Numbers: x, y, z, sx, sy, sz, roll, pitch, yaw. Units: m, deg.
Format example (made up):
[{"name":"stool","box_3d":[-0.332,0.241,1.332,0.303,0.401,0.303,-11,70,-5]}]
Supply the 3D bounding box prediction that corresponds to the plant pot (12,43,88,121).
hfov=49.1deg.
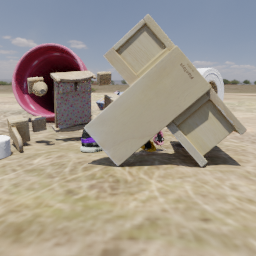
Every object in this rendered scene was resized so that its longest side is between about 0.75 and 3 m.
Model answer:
[{"name":"plant pot","box_3d":[-2.709,-1.599,11.337,2.846,2.846,2.548,2,-6,10]}]

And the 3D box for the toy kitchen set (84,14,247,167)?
[{"name":"toy kitchen set","box_3d":[0.443,-0.378,5.539,1.990,2.439,2.200,-41,4,8]}]

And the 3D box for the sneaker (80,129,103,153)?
[{"name":"sneaker","box_3d":[-0.436,0.097,6.074,0.469,0.671,1.349,7,12,42]}]

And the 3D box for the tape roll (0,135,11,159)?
[{"name":"tape roll","box_3d":[-2.755,0.379,5.344,0.977,0.342,0.977,0,8,0]}]

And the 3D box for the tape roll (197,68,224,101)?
[{"name":"tape roll","box_3d":[3.043,-1.373,11.260,2.030,2.030,0.710,-8,13,-42]}]

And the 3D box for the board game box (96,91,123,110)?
[{"name":"board game box","box_3d":[-0.837,-1.480,15.022,1.710,0.528,1.711,0,35,47]}]

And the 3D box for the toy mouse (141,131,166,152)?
[{"name":"toy mouse","box_3d":[0.457,0.110,5.693,0.953,0.847,0.184,28,-33,-34]}]

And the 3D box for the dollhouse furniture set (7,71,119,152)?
[{"name":"dollhouse furniture set","box_3d":[-1.204,-0.414,6.453,2.801,1.452,1.240,-11,31,-31]}]
